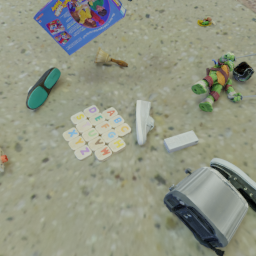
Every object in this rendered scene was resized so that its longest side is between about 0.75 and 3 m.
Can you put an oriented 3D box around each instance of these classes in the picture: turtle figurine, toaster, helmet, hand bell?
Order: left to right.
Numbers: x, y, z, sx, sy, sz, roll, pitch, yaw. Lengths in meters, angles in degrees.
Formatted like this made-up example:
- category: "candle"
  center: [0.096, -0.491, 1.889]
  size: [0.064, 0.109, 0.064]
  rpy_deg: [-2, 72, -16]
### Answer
- category: "hand bell"
  center: [-0.725, -3.180, 13.086]
  size: [1.529, 0.796, 0.796]
  rpy_deg: [17, 56, -3]
- category: "toaster"
  center: [2.457, 2.399, 8.497]
  size: [2.517, 1.430, 1.626]
  rpy_deg: [46, 63, 9]
- category: "turtle figurine"
  center: [4.054, -1.902, 11.313]
  size: [2.729, 1.964, 2.646]
  rpy_deg: [37, 67, 27]
- category: "helmet"
  center: [5.057, -2.436, 12.366]
  size: [0.830, 0.791, 0.830]
  rpy_deg: [33, 31, -23]

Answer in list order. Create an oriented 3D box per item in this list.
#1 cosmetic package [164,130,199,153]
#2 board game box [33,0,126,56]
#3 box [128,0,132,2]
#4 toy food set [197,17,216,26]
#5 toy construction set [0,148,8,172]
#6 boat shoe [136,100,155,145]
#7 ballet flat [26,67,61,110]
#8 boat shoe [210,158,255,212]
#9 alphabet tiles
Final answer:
- category: "cosmetic package"
  center: [2.003, 0.520, 10.599]
  size: [1.214, 0.307, 0.501]
  rpy_deg: [-16, 57, -11]
- category: "board game box"
  center: [-1.744, -4.112, 10.097]
  size: [2.803, 1.884, 0.627]
  rpy_deg: [-24, 38, 30]
- category: "box"
  center: [-0.114, -5.315, 9.742]
  size: [1.077, 0.759, 1.456]
  rpy_deg: [-47, 64, 2]
- category: "toy food set"
  center: [4.198, -5.746, 14.967]
  size: [0.955, 0.312, 0.562]
  rpy_deg: [-10, 56, -7]
- category: "toy construction set"
  center: [-5.646, 0.942, 9.715]
  size: [2.772, 1.277, 1.817]
  rpy_deg: [-6, 32, -13]
- category: "boat shoe"
  center: [0.681, -0.248, 10.956]
  size: [0.717, 0.753, 2.093]
  rpy_deg: [0, 45, 1]
- category: "ballet flat"
  center: [-3.706, -1.689, 11.948]
  size: [0.827, 0.827, 2.263]
  rpy_deg: [22, 64, 14]
- category: "boat shoe"
  center: [3.673, 1.902, 9.363]
  size: [2.315, 0.794, 0.655]
  rpy_deg: [38, 63, 21]
- category: "alphabet tiles"
  center: [-1.208, 0.148, 10.940]
  size: [2.395, 0.179, 2.449]
  rpy_deg: [-29, 59, -19]
